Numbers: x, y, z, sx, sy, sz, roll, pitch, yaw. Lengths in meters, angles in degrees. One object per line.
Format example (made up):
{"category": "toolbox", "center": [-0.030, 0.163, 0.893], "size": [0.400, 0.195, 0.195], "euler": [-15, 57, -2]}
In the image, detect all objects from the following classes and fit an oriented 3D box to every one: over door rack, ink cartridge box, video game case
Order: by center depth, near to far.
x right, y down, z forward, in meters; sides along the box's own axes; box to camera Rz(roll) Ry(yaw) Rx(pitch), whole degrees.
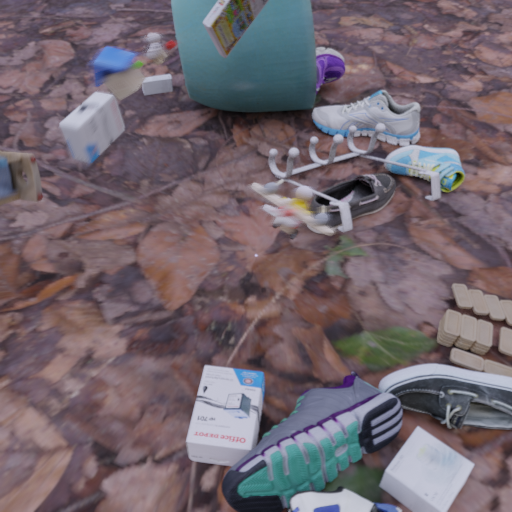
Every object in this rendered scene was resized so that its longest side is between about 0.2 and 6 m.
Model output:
{"category": "ink cartridge box", "center": [-2.016, -1.598, 6.945], "size": [0.308, 0.534, 0.736], "euler": [16, 51, 21]}
{"category": "ink cartridge box", "center": [-0.392, 2.172, 7.663], "size": [0.881, 0.517, 1.204], "euler": [5, 43, 6]}
{"category": "video game case", "center": [-0.257, -3.946, 8.894], "size": [0.170, 1.484, 1.350], "euler": [38, 96, 3]}
{"category": "over door rack", "center": [1.846, -1.789, 11.036], "size": [2.219, 1.000, 3.003], "euler": [-19, 36, -18]}

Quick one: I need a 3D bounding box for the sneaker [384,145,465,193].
{"category": "sneaker", "center": [3.546, -1.764, 11.591], "size": [1.625, 0.646, 1.061], "euler": [-4, 43, -3]}

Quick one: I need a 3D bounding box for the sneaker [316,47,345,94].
{"category": "sneaker", "center": [1.214, -4.229, 13.724], "size": [2.792, 1.126, 1.165], "euler": [-26, 74, -34]}

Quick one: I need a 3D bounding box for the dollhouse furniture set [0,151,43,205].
{"category": "dollhouse furniture set", "center": [-3.512, -1.381, 6.604], "size": [1.195, 1.706, 1.202], "euler": [9, 24, 26]}

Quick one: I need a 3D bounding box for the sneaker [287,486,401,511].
{"category": "sneaker", "center": [0.684, 3.393, 6.304], "size": [1.164, 0.815, 2.016], "euler": [24, 42, 28]}

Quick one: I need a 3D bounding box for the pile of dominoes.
{"category": "pile of dominoes", "center": [3.938, 1.385, 8.756], "size": [2.104, 0.335, 1.640], "euler": [19, 47, 8]}

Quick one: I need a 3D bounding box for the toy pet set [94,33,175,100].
{"category": "toy pet set", "center": [-1.941, -2.820, 8.128], "size": [1.194, 0.634, 1.115], "euler": [-16, 41, 36]}

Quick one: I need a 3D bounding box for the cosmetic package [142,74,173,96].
{"category": "cosmetic package", "center": [-2.561, -4.428, 14.491], "size": [0.762, 0.388, 0.282], "euler": [-10, 45, -12]}

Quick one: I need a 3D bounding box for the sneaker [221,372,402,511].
{"category": "sneaker", "center": [0.614, 2.387, 7.371], "size": [2.602, 0.968, 1.139], "euler": [-18, 26, -23]}

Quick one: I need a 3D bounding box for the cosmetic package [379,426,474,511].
{"category": "cosmetic package", "center": [2.143, 2.770, 7.063], "size": [0.816, 0.501, 0.813], "euler": [30, 52, 29]}

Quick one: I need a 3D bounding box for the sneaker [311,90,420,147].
{"category": "sneaker", "center": [2.539, -3.320, 12.865], "size": [2.544, 1.103, 0.954], "euler": [9, 46, 11]}

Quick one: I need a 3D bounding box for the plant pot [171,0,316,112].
{"category": "plant pot", "center": [-0.367, -5.012, 12.992], "size": [2.872, 3.579, 3.579], "euler": [-9, 45, -1]}

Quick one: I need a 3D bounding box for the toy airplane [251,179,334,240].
{"category": "toy airplane", "center": [0.367, -0.487, 5.624], "size": [0.521, 0.739, 0.736], "euler": [-56, 31, 0]}

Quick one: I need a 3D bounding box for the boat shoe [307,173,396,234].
{"category": "boat shoe", "center": [1.949, -1.185, 10.972], "size": [2.331, 0.664, 0.779], "euler": [-29, 52, -27]}

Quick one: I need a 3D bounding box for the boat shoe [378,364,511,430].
{"category": "boat shoe", "center": [2.739, 1.989, 7.680], "size": [2.038, 0.735, 0.723], "euler": [2, 40, -1]}
